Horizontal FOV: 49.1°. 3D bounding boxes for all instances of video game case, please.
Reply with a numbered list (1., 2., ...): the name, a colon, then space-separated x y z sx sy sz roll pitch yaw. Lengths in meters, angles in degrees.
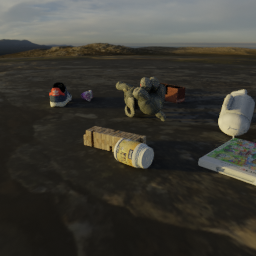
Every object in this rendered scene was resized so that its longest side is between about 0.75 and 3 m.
1. video game case: 3.649 0.947 8.245 2.192 0.266 2.408 17 25 41

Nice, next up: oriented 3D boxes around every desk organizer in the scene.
1. desk organizer: 2.297 -2.072 16.320 0.763 0.819 2.128 -15 24 -38

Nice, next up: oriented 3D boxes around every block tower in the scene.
1. block tower: -0.473 0.424 9.323 2.132 0.576 0.616 10 22 28

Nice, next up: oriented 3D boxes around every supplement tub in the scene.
1. supplement tub: 0.171 0.741 8.143 1.001 0.723 0.723 15 24 37

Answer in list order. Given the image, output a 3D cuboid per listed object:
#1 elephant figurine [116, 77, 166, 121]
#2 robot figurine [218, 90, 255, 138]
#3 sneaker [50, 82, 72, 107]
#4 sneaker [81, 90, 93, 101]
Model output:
1. elephant figurine: 0.524 -1.317 13.122 1.770 1.941 2.502 28 -25 -28
2. robot figurine: 3.996 -0.514 10.330 1.087 1.632 1.925 -13 45 51
3. sneaker: -3.748 -2.034 15.682 1.032 1.164 2.754 -2 18 -6
4. sneaker: -2.446 -1.842 16.211 0.606 0.551 1.371 -5 14 6
